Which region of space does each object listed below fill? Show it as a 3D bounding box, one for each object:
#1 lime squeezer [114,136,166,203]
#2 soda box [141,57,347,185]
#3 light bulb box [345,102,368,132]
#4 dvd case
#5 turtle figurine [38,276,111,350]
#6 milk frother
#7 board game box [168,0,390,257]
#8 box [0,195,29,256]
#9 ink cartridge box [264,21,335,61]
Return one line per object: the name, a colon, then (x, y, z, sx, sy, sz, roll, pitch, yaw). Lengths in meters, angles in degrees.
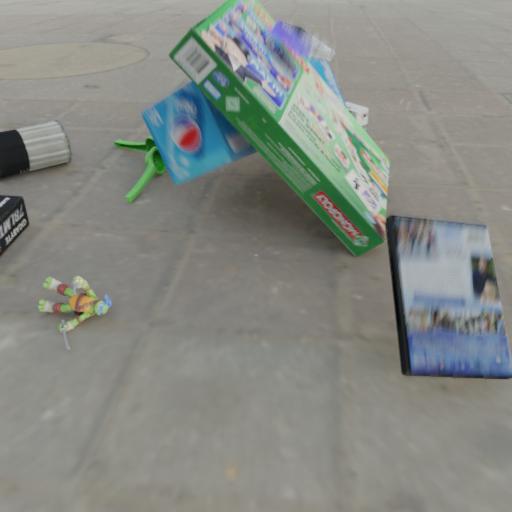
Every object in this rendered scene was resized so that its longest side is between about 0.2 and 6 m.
lime squeezer: (-2.284, -2.016, 11.449, 1.084, 0.579, 3.068, -8, 33, -13)
soda box: (0.012, -2.767, 10.732, 1.479, 1.399, 4.361, -17, 11, 40)
light bulb box: (2.236, -3.179, 13.199, 0.431, 0.691, 0.685, -24, 39, -31)
dvd case: (2.145, 0.443, 6.298, 1.305, 0.161, 1.830, 5, 68, -13)
turtle figurine: (-2.413, 0.587, 7.103, 0.896, 0.665, 0.924, 11, 29, 24)
milk frother: (-4.781, -2.524, 11.305, 1.493, 1.587, 1.432, -22, 34, -33)
board game box: (0.675, -2.206, 8.917, 0.588, 4.040, 2.719, -34, 20, 32)
box: (-5.134, -0.216, 8.458, 2.438, 0.610, 2.456, 2, 32, 3)
ink cartridge box: (0.674, -3.328, 8.671, 0.852, 0.185, 0.844, -15, 53, -48)
